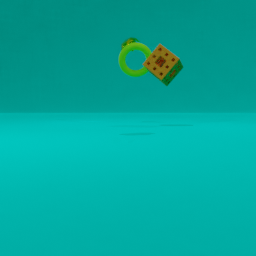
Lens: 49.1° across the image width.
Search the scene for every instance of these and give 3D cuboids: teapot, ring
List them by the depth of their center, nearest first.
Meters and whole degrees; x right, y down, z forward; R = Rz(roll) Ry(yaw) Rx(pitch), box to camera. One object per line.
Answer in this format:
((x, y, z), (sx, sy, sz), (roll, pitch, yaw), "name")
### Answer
((0.315, -2.730, 11.279), (1.389, 1.389, 0.278), (0, 29, -1), "ring")
((0.096, -3.581, 12.120), (1.124, 0.550, 0.699), (-46, 24, -17), "teapot")

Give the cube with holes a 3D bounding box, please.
((1.119, -1.960, 8.824), (0.814, 0.814, 0.814), (44, 9, 18), "cube with holes")
